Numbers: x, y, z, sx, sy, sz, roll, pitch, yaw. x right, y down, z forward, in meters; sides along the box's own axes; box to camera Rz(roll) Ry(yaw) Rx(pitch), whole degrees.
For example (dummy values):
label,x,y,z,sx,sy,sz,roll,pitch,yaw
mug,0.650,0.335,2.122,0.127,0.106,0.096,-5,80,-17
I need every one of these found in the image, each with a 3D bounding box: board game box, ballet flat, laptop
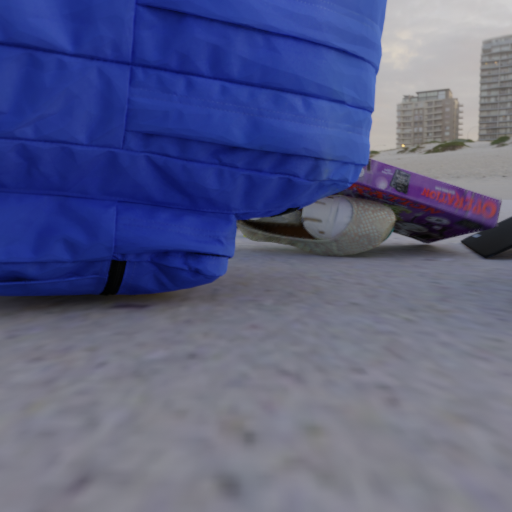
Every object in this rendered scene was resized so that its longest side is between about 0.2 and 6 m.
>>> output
label,x,y,z,sx,sy,sz,roll,pitch,yaw
board game box,1.765,-1.035,9.266,3.674,0.593,2.205,16,-12,-8
ballet flat,0.730,-0.551,8.938,2.887,0.974,0.900,2,-17,36
laptop,5.259,-0.116,9.199,2.932,1.514,2.598,27,12,7

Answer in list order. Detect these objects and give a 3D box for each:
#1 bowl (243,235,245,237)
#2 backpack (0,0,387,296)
label,x,y,z,sx,sy,sz,roll,pitch,yaw
bowl,0.218,-0.687,12.144,1.029,0.554,1.029,-1,7,0
backpack,-1.228,-1.637,5.679,4.667,3.916,3.792,-3,14,-21
